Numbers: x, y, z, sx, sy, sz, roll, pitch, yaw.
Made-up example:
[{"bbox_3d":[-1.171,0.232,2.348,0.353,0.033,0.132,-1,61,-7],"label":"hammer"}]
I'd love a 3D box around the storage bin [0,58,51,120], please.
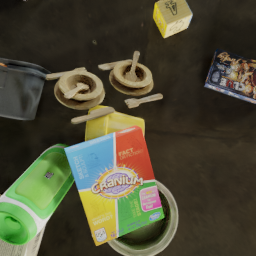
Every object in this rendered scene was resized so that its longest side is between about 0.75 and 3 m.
[{"bbox_3d":[-3.270,-1.017,7.255,2.107,1.534,1.415,9,91,2],"label":"storage bin"}]

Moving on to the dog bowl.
[{"bbox_3d":[0.258,2.163,7.042,1.934,0.713,1.934,0,82,0],"label":"dog bowl"}]

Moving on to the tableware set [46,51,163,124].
[{"bbox_3d":[-0.503,-1.196,6.904,2.636,0.528,1.742,-18,56,-28],"label":"tableware set"}]

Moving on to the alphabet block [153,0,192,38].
[{"bbox_3d":[1.237,-3.155,7.880,0.786,0.768,0.772,-24,80,-3],"label":"alphabet block"}]

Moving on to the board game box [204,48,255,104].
[{"bbox_3d":[3.098,-1.430,7.833,1.646,0.285,1.115,19,82,3],"label":"board game box"}]

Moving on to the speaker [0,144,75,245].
[{"bbox_3d":[-1.938,1.346,6.289,1.080,2.441,1.080,7,119,13],"label":"speaker"}]

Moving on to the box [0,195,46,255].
[{"bbox_3d":[-3.623,2.283,6.782,2.968,1.154,1.409,15,81,2],"label":"box"}]

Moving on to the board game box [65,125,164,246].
[{"bbox_3d":[-0.263,1.266,6.294,1.722,0.454,2.251,-19,104,-13],"label":"board game box"}]

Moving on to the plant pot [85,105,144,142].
[{"bbox_3d":[-0.312,0.188,7.010,1.358,1.443,1.443,4,81,-3],"label":"plant pot"}]
